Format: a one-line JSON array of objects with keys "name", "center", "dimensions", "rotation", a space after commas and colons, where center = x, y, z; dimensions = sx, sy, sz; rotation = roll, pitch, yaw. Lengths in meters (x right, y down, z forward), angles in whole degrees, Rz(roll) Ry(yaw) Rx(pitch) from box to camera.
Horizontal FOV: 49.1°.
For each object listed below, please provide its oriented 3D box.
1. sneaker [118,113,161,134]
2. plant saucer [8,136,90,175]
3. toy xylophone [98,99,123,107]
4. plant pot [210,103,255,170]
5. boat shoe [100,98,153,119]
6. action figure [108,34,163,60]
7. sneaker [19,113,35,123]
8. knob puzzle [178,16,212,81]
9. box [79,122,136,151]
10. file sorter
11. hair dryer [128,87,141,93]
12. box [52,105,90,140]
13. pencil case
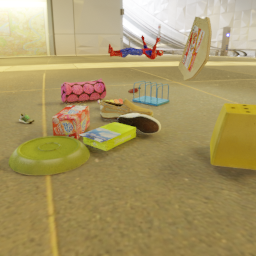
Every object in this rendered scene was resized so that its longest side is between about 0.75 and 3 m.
[{"name": "sneaker", "center": [0.585, -0.304, 11.320], "dimensions": [2.039, 0.743, 0.863], "rotation": [14, 26, 38]}, {"name": "plant saucer", "center": [-2.468, 0.740, 8.869], "dimensions": [2.495, 0.388, 2.495], "rotation": [0, 20, 0]}, {"name": "toy xylophone", "center": [-0.764, -1.220, 14.533], "dimensions": [1.554, 0.390, 1.137], "rotation": [-6, 21, -16]}, {"name": "plant pot", "center": [3.561, 0.152, 8.707], "dimensions": [1.812, 1.598, 1.812], "rotation": [4, 19, 14]}, {"name": "boat shoe", "center": [-0.083, -0.884, 12.707], "dimensions": [2.465, 0.939, 0.883], "rotation": [2, 19, 7]}, {"name": "action figure", "center": [0.452, -3.560, 11.979], "dimensions": [2.412, 1.194, 0.787], "rotation": [2, 33, -18]}, {"name": "sneaker", "center": [-4.465, -0.441, 12.270], "dimensions": [0.882, 0.391, 0.339], "rotation": [10, 22, 27]}, {"name": "knob puzzle", "center": [2.560, -2.775, 10.118], "dimensions": [0.357, 2.577, 2.577], "rotation": [10, 17, -11]}, {"name": "box", "center": [-0.699, 0.287, 10.062], "dimensions": [1.145, 0.448, 1.878], "rotation": [14, 24, 36]}, {"name": "file sorter", "center": [1.291, -1.988, 15.731], "dimensions": [1.750, 1.074, 1.215], "rotation": [16, 25, 38]}, {"name": "hair dryer", "center": [0.345, -2.454, 18.483], "dimensions": [0.799, 0.285, 1.050], "rotation": [-10, 8, 29]}, {"name": "box", "center": [-2.172, -0.243, 10.915], "dimensions": [0.930, 0.891, 1.866], "rotation": [2, 19, 7]}, {"name": "pencil case", "center": [-2.580, -2.178, 16.083], "dimensions": [2.542, 1.191, 1.153], "rotation": [-10, 14, -25]}]
